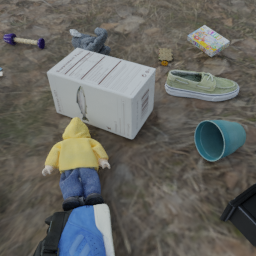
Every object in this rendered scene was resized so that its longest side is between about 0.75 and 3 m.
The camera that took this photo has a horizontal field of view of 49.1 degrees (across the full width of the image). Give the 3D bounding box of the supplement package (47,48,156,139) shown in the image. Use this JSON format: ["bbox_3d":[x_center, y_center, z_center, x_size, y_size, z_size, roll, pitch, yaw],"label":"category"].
[{"bbox_3d":[-0.675,-0.995,7.701,2.490,1.455,1.460,19,49,20],"label":"supplement package"}]

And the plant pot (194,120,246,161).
[{"bbox_3d":[2.381,0.250,7.068,0.957,1.018,1.018,-9,47,-28],"label":"plant pot"}]

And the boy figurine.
[{"bbox_3d":[-1.246,0.786,6.653,1.541,0.799,2.479,-10,48,-9],"label":"boy figurine"}]

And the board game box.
[{"bbox_3d":[2.868,-3.138,10.052,0.837,0.213,1.245,-34,58,-13],"label":"board game box"}]

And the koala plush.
[{"bbox_3d":[-1.470,-2.915,9.798,1.281,1.136,1.177,30,66,19],"label":"koala plush"}]

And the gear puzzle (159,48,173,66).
[{"bbox_3d":[1.351,-2.540,10.094,0.512,0.129,0.988,5,51,1],"label":"gear puzzle"}]

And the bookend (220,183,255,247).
[{"bbox_3d":[3.134,1.888,5.662,1.696,0.781,1.685,-26,53,-21],"label":"bookend"}]

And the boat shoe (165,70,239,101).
[{"bbox_3d":[2.295,-1.337,8.601,2.276,0.706,0.819,2,48,2],"label":"boat shoe"}]

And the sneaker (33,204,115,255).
[{"bbox_3d":[-0.902,2.568,4.866,1.456,1.004,2.617,-4,44,-12],"label":"sneaker"}]

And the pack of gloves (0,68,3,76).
[{"bbox_3d":[-4.663,-1.808,9.452,0.837,0.165,0.703,-12,39,-16],"label":"pack of gloves"}]

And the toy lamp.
[{"bbox_3d":[-3.926,-3.288,10.543,1.540,0.448,0.448,9,49,8],"label":"toy lamp"}]
